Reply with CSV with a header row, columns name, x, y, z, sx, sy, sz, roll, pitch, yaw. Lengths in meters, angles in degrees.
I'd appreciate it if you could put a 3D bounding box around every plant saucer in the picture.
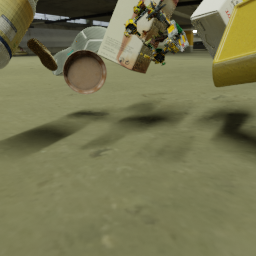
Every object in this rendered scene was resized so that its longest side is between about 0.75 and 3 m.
name,x,y,z,sx,sy,sz,roll,pitch,yaw
plant saucer,-0.991,-1.277,6.444,1.006,1.006,0.173,-5,8,-16
plant saucer,2.777,-2.084,6.022,0.548,2.261,2.261,24,-6,-21

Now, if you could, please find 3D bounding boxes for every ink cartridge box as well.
name,x,y,z,sx,sy,sz,roll,pitch,yaw
ink cartridge box,3.110,-3.304,8.005,2.391,1.732,1.004,-53,31,-16

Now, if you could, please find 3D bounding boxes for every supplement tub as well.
name,x,y,z,sx,sy,sz,roll,pitch,yaw
supplement tub,-2.962,-2.489,6.141,1.500,2.078,1.500,14,-24,7

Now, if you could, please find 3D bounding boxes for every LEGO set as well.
name,x,y,z,sx,sy,sz,roll,pitch,yaw
LEGO set,0.545,-1.749,5.368,0.997,1.297,0.751,-29,32,23

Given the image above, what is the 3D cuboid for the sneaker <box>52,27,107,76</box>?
name,x,y,z,sx,sy,sz,roll,pitch,yaw
sneaker,-1.352,-2.388,8.990,2.535,0.892,1.016,-22,-16,36

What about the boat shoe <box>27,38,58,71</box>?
name,x,y,z,sx,sy,sz,roll,pitch,yaw
boat shoe,-2.111,-1.873,7.065,0.350,0.950,0.329,-28,32,17

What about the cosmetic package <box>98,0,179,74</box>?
name,x,y,z,sx,sy,sz,roll,pitch,yaw
cosmetic package,0.388,-3.011,7.767,1.188,2.724,1.408,28,16,16
